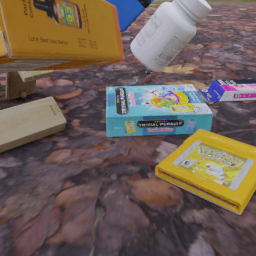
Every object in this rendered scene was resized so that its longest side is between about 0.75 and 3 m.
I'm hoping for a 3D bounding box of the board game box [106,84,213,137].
[{"bbox_3d":[0.779,-0.599,8.387,2.850,0.669,2.151,-2,30,-3],"label":"board game box"}]

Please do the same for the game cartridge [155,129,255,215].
[{"bbox_3d":[1.970,0.789,6.263,1.899,0.349,2.154,21,37,32],"label":"game cartridge"}]

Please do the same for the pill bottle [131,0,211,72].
[{"bbox_3d":[0.866,-2.024,5.762,0.923,1.613,0.923,28,36,-23],"label":"pill bottle"}]

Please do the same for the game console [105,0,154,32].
[{"bbox_3d":[-0.231,-4.736,9.405,1.283,2.169,1.851,-29,22,50],"label":"game console"}]

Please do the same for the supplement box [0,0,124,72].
[{"bbox_3d":[-0.963,-1.249,3.578,0.972,0.940,2.826,-6,10,18],"label":"supplement box"}]

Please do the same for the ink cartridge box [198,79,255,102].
[{"bbox_3d":[3.898,-1.370,10.037,2.475,0.459,1.172,-4,30,-3],"label":"ink cartridge box"}]

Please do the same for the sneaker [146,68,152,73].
[{"bbox_3d":[0.940,-2.643,12.330,0.301,0.342,0.809,4,30,9],"label":"sneaker"}]

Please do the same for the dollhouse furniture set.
[{"bbox_3d":[-3.356,-0.467,8.345,2.597,2.225,2.730,-23,71,-34],"label":"dollhouse furniture set"}]
